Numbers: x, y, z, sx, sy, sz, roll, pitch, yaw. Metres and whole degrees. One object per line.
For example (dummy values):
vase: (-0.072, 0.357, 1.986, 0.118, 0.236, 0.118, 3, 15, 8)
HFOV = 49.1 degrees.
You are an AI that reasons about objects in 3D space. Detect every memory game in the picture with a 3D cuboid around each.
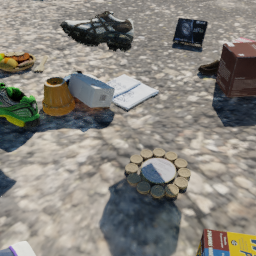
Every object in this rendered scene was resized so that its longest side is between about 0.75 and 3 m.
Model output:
memory game: (0.739, 1.069, 6.941, 1.640, 0.104, 1.640, 0, 38, 0)

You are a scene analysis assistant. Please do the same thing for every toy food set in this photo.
toy food set: (-4.662, -2.853, 11.615, 2.460, 0.494, 1.699, -2, 38, -2)

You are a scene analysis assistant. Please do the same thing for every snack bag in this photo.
snack bag: (-0.069, -1.314, 9.908, 1.662, 0.189, 1.762, -31, 48, -34)

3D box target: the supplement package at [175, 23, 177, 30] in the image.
supplement package: (2.945, -5.013, 14.233, 0.882, 0.664, 0.669, -26, 45, -29)

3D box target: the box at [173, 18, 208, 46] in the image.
box: (2.980, -4.587, 13.378, 1.408, 1.128, 0.307, 16, 2, 18)

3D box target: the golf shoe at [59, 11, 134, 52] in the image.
golf shoe: (-0.988, -3.345, 9.364, 2.459, 0.956, 1.162, 13, 80, 0)

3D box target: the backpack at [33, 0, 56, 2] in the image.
backpack: (-2.310, -3.917, 7.492, 1.308, 1.067, 1.005, 14, 45, 37)

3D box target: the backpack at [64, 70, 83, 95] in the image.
backpack: (-2.001, -1.515, 9.815, 0.700, 0.743, 0.911, 12, 45, 28)

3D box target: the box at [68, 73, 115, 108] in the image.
box: (-1.231, -1.250, 9.235, 0.849, 0.666, 1.366, -7, 33, -45)

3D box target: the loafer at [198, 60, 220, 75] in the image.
loafer: (3.459, -2.490, 11.142, 1.432, 0.511, 0.523, -10, 39, -13)

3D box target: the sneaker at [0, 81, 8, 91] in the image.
sneaker: (-4.467, -1.515, 10.040, 0.315, 0.344, 0.807, -17, 41, -21)

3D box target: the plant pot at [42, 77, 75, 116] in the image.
plant pot: (-2.282, -1.074, 8.979, 1.038, 0.951, 1.038, 0, 38, 0)

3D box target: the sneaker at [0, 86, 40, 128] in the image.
sneaker: (-3.659, -0.857, 8.531, 2.432, 1.036, 0.949, 17, 24, 19)

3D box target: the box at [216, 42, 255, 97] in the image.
box: (3.966, -2.035, 9.755, 1.241, 1.511, 1.254, -3, 39, -4)

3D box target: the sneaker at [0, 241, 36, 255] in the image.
sneaker: (-1.852, 2.933, 3.571, 2.074, 1.141, 2.832, -18, 37, -32)

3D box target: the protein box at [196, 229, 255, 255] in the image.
protein box: (1.737, 2.401, 4.161, 1.415, 1.426, 0.962, 6, 38, 7)

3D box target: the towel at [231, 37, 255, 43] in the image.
towel: (5.361, -3.739, 12.995, 1.654, 0.247, 1.210, -33, 48, -31)
